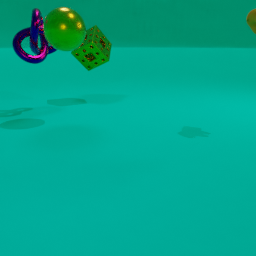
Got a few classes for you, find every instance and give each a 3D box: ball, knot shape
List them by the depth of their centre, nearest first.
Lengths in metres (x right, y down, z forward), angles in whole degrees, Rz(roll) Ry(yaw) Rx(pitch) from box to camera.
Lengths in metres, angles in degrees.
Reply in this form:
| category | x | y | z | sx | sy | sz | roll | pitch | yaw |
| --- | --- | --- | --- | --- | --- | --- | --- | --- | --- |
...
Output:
| category | x | y | z | sx | sy | sz | roll | pitch | yaw |
| --- | --- | --- | --- | --- | --- | --- | --- | --- | --- |
| ball | -1.756 | -2.736 | 7.799 | 1.168 | 1.168 | 1.168 | 0 | 18 | 0 |
| knot shape | -2.885 | -3.000 | 9.013 | 0.791 | 1.603 | 1.713 | 20 | 34 | 25 |

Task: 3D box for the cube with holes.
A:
| category | x | y | z | sx | sy | sz | roll | pitch | yaw |
| --- | --- | --- | --- | --- | --- | --- | --- | --- | --- |
| cube with holes | -1.400 | -3.097 | 10.926 | 1.043 | 1.043 | 1.043 | -19 | 48 | 28 |

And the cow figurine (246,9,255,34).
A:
| category | x | y | z | sx | sy | sz | roll | pitch | yaw |
| --- | --- | --- | --- | --- | --- | --- | --- | --- | --- |
| cow figurine | 3.353 | -2.901 | 6.964 | 1.095 | 0.601 | 1.078 | -20 | 61 | -9 |
